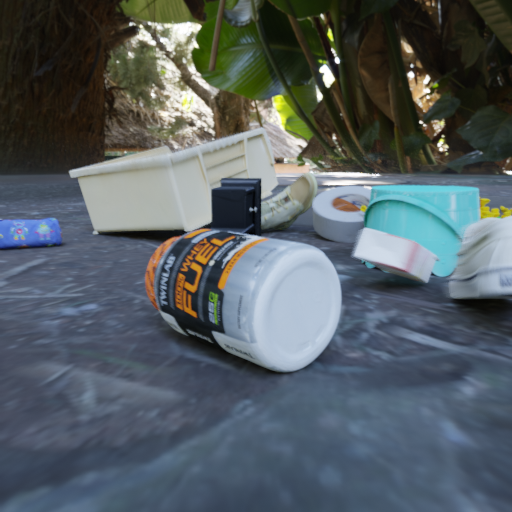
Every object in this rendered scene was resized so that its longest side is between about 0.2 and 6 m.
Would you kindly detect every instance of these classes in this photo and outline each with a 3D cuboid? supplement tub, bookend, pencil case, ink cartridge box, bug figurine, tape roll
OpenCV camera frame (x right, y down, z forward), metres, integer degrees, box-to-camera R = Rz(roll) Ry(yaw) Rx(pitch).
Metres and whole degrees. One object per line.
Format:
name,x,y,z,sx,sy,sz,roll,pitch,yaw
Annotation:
supplement tub,-0.207,0.336,5.274,1.111,1.111,1.813,-9,13,-41
bookend,-0.359,-0.416,8.398,0.667,1.449,1.440,2,10,10
pencil case,-4.510,-0.443,10.829,1.424,0.618,0.556,-4,-13,-25
ink cartridge box,1.967,0.033,7.671,0.726,0.421,1.247,19,0,37
bug figurine,3.972,-0.644,11.080,3.619,0.931,2.807,-4,16,-41
tape roll,2.016,-0.904,11.958,1.616,0.534,1.616,-4,32,2

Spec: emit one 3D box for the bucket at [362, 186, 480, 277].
bucket,2.699,-0.476,9.163,1.983,1.290,1.983,-1,10,0

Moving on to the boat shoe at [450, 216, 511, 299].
boat shoe,2.660,0.031,6.231,0.893,0.879,2.518,-1,-6,16

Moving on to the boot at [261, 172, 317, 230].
boot,0.451,-1.120,12.423,1.386,0.646,1.793,-11,-27,-39

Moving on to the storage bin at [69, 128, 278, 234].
storage bin,-1.705,-1.678,12.495,3.246,1.521,3.223,-1,20,40
